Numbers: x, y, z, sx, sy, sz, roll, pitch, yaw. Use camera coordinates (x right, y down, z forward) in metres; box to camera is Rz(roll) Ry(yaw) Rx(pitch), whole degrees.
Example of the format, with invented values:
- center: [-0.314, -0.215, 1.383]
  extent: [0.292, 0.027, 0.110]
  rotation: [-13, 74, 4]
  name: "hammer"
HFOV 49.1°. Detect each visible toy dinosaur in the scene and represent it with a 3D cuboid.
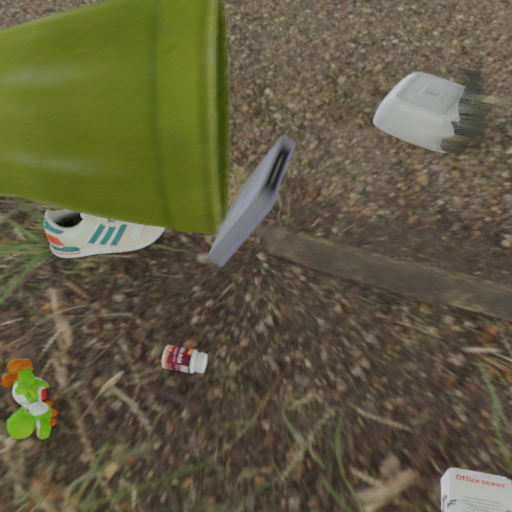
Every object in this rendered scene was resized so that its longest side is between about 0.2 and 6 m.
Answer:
- center: [2.926, -2.023, 7.599]
  extent: [0.459, 1.935, 0.853]
  rotation: [3, 81, 7]
  name: "toy dinosaur"

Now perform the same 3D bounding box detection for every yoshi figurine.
- center: [-3.333, 2.093, 7.944]
  extent: [0.671, 0.674, 1.199]
  rotation: [-34, 60, -6]
  name: "yoshi figurine"

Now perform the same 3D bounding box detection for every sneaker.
- center: [-2.647, -0.602, 9.837]
  extent: [2.146, 1.003, 0.755]
  rotation: [-11, 51, -8]
  name: "sneaker"

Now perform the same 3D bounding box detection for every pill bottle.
- center: [-1.081, 1.577, 8.491]
  extent: [0.624, 0.356, 0.356]
  rotation: [9, 51, 7]
  name: "pill bottle"

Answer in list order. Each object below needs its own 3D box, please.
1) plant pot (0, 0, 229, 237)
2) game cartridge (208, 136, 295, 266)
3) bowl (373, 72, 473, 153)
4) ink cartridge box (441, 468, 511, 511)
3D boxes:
- center: [-2.085, -1.958, 7.767]
  extent: [3.289, 3.416, 3.416]
  rotation: [0, 51, 0]
  name: "plant pot"
- center: [-0.020, -0.562, 5.550]
  extent: [0.264, 0.891, 1.375]
  rotation: [31, 36, -8]
  name: "game cartridge"
- center: [3.733, -3.267, 12.203]
  extent: [1.924, 0.718, 1.921]
  rotation: [28, 55, 22]
  name: "bowl"
- center: [2.766, 3.324, 7.007]
  extent: [0.792, 0.457, 1.089]
  rotation: [9, 52, 7]
  name: "ink cartridge box"
